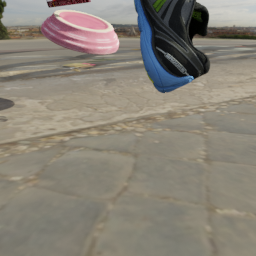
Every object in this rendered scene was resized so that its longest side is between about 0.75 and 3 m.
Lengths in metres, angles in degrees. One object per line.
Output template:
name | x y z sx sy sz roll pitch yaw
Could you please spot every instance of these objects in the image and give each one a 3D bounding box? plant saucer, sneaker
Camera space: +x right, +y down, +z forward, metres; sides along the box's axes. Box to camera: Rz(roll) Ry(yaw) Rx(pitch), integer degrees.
plant saucer | -1.687 -3.647 10.373 2.895 0.734 2.895 14 33 -9
sneaker | 0.737 -1.860 4.750 1.149 0.983 2.774 -13 63 13

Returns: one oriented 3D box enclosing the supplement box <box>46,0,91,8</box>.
supplement box | -2.049 -4.634 9.466 1.483 0.807 0.451 -11 0 -6
